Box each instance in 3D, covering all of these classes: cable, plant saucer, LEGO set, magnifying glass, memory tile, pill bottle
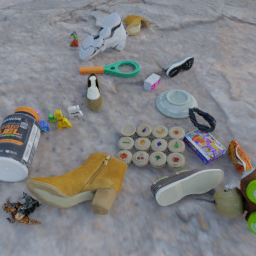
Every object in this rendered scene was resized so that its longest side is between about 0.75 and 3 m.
[{"bbox_3d":[2.730,-0.311,10.575,1.255,0.319,1.024,40,47,9],"label":"cable"},{"bbox_3d":[2.041,-1.129,11.601,1.732,0.435,1.732,0,46,0],"label":"plant saucer"},{"bbox_3d":[-2.817,-0.441,10.645,2.145,0.880,0.818,-9,48,-9],"label":"LEGO set"},{"bbox_3d":[-0.851,-2.781,13.245,2.824,0.316,1.124,-4,47,-3],"label":"magnifying glass"},{"bbox_3d":[0.809,0.597,9.943,2.406,0.202,1.844,2,49,11],"label":"memory tile"},{"bbox_3d":[-3.764,0.425,9.520,1.347,1.347,2.537,0,46,0],"label":"pill bottle"}]

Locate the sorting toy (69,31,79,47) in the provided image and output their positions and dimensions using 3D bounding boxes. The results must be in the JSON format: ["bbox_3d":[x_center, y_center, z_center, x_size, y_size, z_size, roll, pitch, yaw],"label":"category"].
[{"bbox_3d":[-2.975,-4.770,15.117,0.453,0.456,1.314,-22,48,11],"label":"sorting toy"}]

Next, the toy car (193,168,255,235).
[{"bbox_3d":[3.062,1.929,8.096,2.113,1.667,1.735,-1,8,32],"label":"toy car"}]

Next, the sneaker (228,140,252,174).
[{"bbox_3d":[3.855,1.019,9.648,0.550,0.520,1.425,14,45,-20],"label":"sneaker"}]

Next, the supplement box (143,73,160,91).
[{"bbox_3d":[1.060,-2.036,12.475,0.402,0.393,0.777,27,52,23],"label":"supplement box"}]

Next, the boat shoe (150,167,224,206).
[{"bbox_3d":[1.842,1.676,8.722,2.336,0.839,0.695,-18,26,-14],"label":"boat shoe"}]

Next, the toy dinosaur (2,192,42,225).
[{"bbox_3d":[-3.063,2.465,8.249,1.340,0.684,0.909,32,67,4],"label":"toy dinosaur"}]

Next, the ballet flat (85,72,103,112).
[{"bbox_3d":[-1.456,-1.613,11.824,0.716,0.764,2.112,-3,47,-3],"label":"ballet flat"}]

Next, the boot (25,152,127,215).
[{"bbox_3d":[-1.537,1.527,8.879,2.790,0.982,1.997,13,43,7],"label":"boot"}]

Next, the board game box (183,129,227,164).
[{"bbox_3d":[2.738,0.598,10.075,0.879,0.293,1.307,-24,51,-21],"label":"board game box"}]

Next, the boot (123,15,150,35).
[{"bbox_3d":[0.166,-5.939,16.033,1.397,0.687,1.951,31,51,33],"label":"boot"}]

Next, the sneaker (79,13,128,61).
[{"bbox_3d":[-1.119,-4.238,14.152,2.784,1.600,1.046,-48,56,4],"label":"sneaker"}]

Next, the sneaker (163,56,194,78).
[{"bbox_3d":[2.413,-3.005,13.231,1.762,0.651,0.698,-26,48,-22],"label":"sneaker"}]
